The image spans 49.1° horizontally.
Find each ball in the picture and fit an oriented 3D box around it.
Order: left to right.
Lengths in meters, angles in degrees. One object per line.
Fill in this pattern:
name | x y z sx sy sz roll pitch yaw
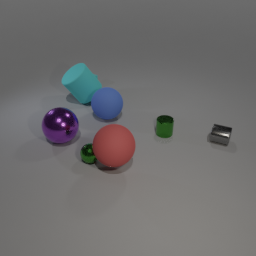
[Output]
ball | -2.594 -0.099 10.764 1.400 1.400 1.400 0 32 0
ball | -1.328 0.886 9.852 0.700 0.700 0.700 0 32 0
ball | -0.913 -1.078 12.270 1.400 1.400 1.400 0 32 0
ball | -0.454 0.569 9.131 1.400 1.400 1.400 0 32 0

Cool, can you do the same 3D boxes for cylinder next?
cylinder | -2.210 -2.140 13.467 1.400 1.400 1.400 -23 41 22
cylinder | 1.492 -0.062 11.367 0.700 0.700 0.700 0 32 0
cylinder | 3.611 0.247 10.866 0.700 0.700 0.700 14 35 21

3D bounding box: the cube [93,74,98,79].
cube | -2.139 -2.563 15.386 0.700 0.700 0.700 25 40 34
